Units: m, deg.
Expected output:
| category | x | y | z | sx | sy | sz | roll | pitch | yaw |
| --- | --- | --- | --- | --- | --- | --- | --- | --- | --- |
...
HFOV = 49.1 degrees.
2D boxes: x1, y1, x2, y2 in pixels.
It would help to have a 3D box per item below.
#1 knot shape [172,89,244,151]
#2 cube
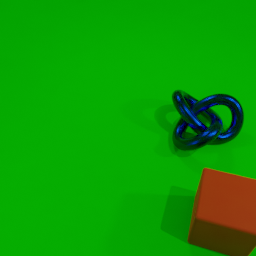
| category | x | y | z | sx | sy | sz | roll | pitch | yaw |
| --- | --- | --- | --- | --- | --- | --- | --- | --- | --- |
| knot shape | 1.698 | -0.315 | 6.710 | 1.814 | 0.838 | 1.697 | -25 | 58 | -17 |
| cube | 1.699 | 1.498 | 4.936 | 1.027 | 1.027 | 1.027 | 12 | 48 | 13 |
